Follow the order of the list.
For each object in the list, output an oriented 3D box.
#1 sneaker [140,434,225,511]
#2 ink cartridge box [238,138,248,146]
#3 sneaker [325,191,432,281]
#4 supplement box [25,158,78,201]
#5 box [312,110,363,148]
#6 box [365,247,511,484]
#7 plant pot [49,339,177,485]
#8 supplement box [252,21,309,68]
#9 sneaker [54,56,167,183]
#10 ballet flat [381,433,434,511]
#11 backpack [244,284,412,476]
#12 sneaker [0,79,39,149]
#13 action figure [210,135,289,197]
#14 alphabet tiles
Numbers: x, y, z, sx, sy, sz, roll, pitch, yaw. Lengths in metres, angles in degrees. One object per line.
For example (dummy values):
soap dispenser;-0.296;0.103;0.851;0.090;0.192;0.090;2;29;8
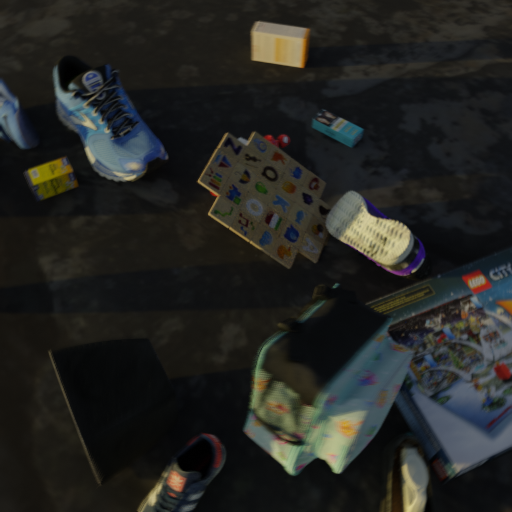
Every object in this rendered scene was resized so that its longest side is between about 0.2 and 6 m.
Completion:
sneaker;-1.105;3.209;7.604;0.695;0.784;1.855;25;59;16
ink cartridge box;-0.331;-1.929;11.385;0.519;0.521;0.718;30;60;20
sneaker;2.191;-0.250;9.908;0.879;1.258;2.529;-51;30;9
supplement box;-4.064;-1.524;11.139;0.844;0.459;0.462;-24;58;-16
box;1.762;-2.767;12.143;1.032;0.254;0.425;33;61;21
box;3.972;1.401;8.880;4.039;0.761;2.758;-19;57;-13
plant pot;-1.952;2.056;8.031;1.350;1.518;1.522;-22;56;-22
supplement box;0.577;-5.063;13.422;1.281;0.807;0.471;12;56;7
sneaker;-3.146;-2.867;11.401;1.402;1.591;3.569;-36;63;-23
ballet flat;2.018;3.480;7.402;0.793;0.798;2.334;2;55;0
backpack;0.892;1.843;7.642;1.786;2.329;2.048;37;46;15
sneaker;-5.457;-2.930;11.905;1.033;0.928;2.511;-34;56;-17
action figure;0.207;-1.624;11.073;1.095;0.722;2.212;26;60;23
alphabet tiles;0.280;-1.062;10.244;2.615;0.083;2.176;34;56;-14
